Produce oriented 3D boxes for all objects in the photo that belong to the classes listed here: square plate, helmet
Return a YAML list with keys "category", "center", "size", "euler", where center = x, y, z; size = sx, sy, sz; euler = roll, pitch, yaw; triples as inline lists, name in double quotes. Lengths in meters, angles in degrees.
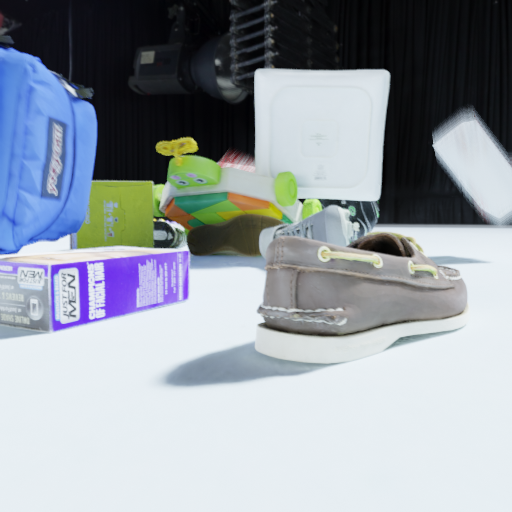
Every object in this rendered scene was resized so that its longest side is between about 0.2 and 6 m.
- category: "square plate"
  center: [1.259, -2.336, 11.096]
  size: [2.601, 2.577, 0.370]
  euler: [1, 19, 2]
- category: "helmet"
  center: [2.349, -1.296, 15.316]
  size: [2.157, 2.056, 2.157]
  euler: [-11, 31, 7]

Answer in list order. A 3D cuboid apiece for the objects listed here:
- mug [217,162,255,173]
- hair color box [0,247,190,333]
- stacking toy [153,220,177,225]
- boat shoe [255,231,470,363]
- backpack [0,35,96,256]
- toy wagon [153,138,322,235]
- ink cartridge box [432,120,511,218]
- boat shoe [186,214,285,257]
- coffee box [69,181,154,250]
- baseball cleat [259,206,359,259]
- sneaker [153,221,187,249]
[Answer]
- category: "mug"
  center: [-0.281, -1.680, 12.527]
  size: [1.222, 0.815, 1.084]
  euler: [7, 2, -28]
- category: "hair color box"
  center: [-1.427, 0.220, 4.828]
  size: [0.924, 0.548, 1.690]
  euler: [3, 7, 28]
- category: "stacking toy"
  center: [-2.507, -0.932, 19.346]
  size: [3.192, 0.750, 2.407]
  euler: [1, 4, 1]
- category: "boat shoe"
  center: [0.894, 0.184, 4.001]
  size: [0.859, 0.712, 2.391]
  euler: [4, 6, 42]
- category: "backpack"
  center: [-4.533, -1.637, 7.404]
  size: [4.019, 3.892, 4.789]
  euler: [2, 3, 2]
- category: "toy wagon"
  center: [-0.657, -1.094, 11.550]
  size: [3.242, 0.827, 4.178]
  euler: [-2, -17, 26]
- category: "ink cartridge box"
  center: [4.454, -1.765, 11.236]
  size: [0.755, 1.801, 1.581]
  euler: [-38, 4, 14]
- category: "boat shoe"
  center: [-0.294, -0.359, 11.173]
  size: [2.287, 0.834, 0.720]
  euler: [-8, -2, 29]
- category: "coffee box"
  center: [-2.880, -0.714, 11.042]
  size: [1.477, 1.475, 1.461]
  euler: [-2, 4, -22]
- category: "baseball cleat"
  center: [0.776, -0.176, 8.932]
  size: [1.456, 0.954, 2.736]
  euler: [-6, -6, 1]
- category: "sneaker"
  center: [-2.728, -0.486, 13.729]
  size: [2.419, 0.913, 1.392]
  euler: [10, -1, 23]
